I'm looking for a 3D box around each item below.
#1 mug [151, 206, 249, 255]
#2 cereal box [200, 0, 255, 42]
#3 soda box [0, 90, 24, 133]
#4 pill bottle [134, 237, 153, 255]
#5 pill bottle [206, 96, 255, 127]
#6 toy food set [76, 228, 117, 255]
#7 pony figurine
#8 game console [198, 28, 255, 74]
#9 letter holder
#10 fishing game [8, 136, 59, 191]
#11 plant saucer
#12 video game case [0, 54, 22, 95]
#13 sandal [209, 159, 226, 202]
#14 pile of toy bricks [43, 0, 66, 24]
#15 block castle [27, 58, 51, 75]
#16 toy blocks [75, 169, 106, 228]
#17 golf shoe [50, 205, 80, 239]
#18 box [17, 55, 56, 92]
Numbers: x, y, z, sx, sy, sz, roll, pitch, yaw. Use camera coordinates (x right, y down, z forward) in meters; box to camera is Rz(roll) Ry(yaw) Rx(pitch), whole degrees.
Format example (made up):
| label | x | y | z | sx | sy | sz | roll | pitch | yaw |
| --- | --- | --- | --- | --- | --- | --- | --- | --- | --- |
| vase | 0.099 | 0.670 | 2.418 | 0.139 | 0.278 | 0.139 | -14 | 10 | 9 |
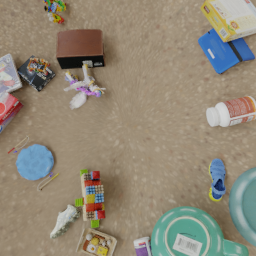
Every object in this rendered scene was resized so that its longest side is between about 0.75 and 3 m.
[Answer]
| label | x | y | z | sx | sy | sz | roll | pitch | yaw |
| --- | --- | --- | --- | --- | --- | --- | --- | --- | --- |
| mug | 1.989 | 3.395 | 8.425 | 2.636 | 1.630 | 2.166 | -25 | 56 | -3 |
| cereal box | 4.268 | -4.443 | 11.180 | 2.436 | 0.481 | 1.753 | -21 | 75 | -29 |
| soda box | -4.863 | -0.342 | 10.336 | 0.716 | 0.649 | 2.046 | 34 | 76 | 9 |
| pill bottle | 0.561 | 4.123 | 9.122 | 0.552 | 0.552 | 0.991 | -13 | 75 | -4 |
| pill bottle | 3.776 | -0.565 | 10.258 | 1.632 | 0.915 | 0.915 | -13 | 75 | -4 |
| toy food set | -1.035 | 3.877 | 9.187 | 1.167 | 0.353 | 0.838 | 19 | 90 | 6 |
| pony figurine | -1.758 | -1.581 | 10.541 | 1.464 | 1.263 | 1.516 | -26 | 61 | -16 |
| game console | 3.993 | -3.209 | 11.390 | 1.523 | 1.056 | 1.785 | -32 | 73 | 23 |
| letter holder | -1.837 | -3.117 | 11.010 | 1.772 | 0.891 | 1.259 | -3 | 72 | -1 |
| fishing game | -3.344 | 1.220 | 10.104 | 1.324 | 0.287 | 1.849 | -43 | 86 | -11 |
| plant saucer | 4.957 | 2.719 | 9.613 | 2.887 | 0.396 | 2.887 | 0 | 74 | 1 |
| video game case | -5.059 | -1.918 | 10.878 | 1.625 | 0.187 | 1.480 | -25 | 76 | 4 |
| sandal | 3.157 | 1.783 | 9.747 | 0.590 | 0.647 | 1.485 | 2 | 72 | 2 |
| pile of toy bricks | -2.963 | -5.195 | 11.729 | 0.829 | 0.931 | 1.678 | -1 | 57 | -40 |
| block castle | -3.423 | -2.369 | 10.787 | 0.775 | 0.363 | 0.518 | 12 | 78 | 6 |
| toy blocks | -1.154 | 2.205 | 9.122 | 0.995 | 1.361 | 1.992 | -1 | 71 | -18 |
| golf shoe | -2.225 | 3.176 | 9.515 | 0.601 | 0.484 | 1.236 | 36 | 71 | 27 |
| box | -3.636 | -2.152 | 11.048 | 1.219 | 0.265 | 0.976 | 40 | 78 | 10 |
